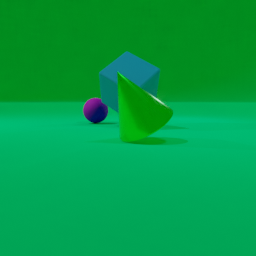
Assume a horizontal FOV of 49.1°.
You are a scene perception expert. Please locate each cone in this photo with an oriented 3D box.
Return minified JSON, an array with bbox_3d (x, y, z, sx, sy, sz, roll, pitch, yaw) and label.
[{"bbox_3d":[0.085,-0.572,5.547,1.218,1.223,1.218,-26,20,10],"label":"cone"}]

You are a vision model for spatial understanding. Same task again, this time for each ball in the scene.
[{"bbox_3d":[-1.131,-0.614,9.829,0.884,0.884,0.884,0,6,0],"label":"ball"}]

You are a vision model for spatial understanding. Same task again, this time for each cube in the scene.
[{"bbox_3d":[0.044,-1.270,8.565,1.294,1.294,1.294,34,60,21],"label":"cube"}]
